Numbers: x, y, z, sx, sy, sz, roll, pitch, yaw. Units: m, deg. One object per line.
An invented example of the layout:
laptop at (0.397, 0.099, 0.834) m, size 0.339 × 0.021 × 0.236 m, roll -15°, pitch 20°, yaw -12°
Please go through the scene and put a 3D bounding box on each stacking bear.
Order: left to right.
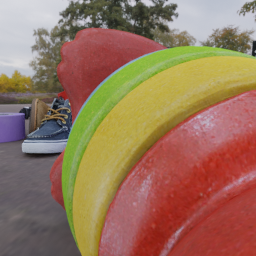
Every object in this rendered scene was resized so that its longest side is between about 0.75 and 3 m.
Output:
stacking bear at (0.351, 0.337, 1.284) m, size 1.523 × 1.626 × 2.678 m, roll 5°, pitch 13°, yaw -12°

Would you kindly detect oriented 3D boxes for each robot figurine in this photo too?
robot figurine at (-5.158, -0.784, 14.734) m, size 0.782 × 0.649 × 1.040 m, roll 15°, pitch 14°, yaw 41°

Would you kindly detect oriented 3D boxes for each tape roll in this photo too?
tape roll at (-3.646, -0.034, 7.601) m, size 1.621 × 0.689 × 1.621 m, roll 0°, pitch 5°, yaw 0°

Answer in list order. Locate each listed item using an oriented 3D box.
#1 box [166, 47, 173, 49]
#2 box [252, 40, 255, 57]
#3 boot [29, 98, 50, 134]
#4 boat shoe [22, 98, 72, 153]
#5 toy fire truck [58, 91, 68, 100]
box at (1.533, -2.137, 9.825) m, size 1.689 × 1.361 × 0.415 m, roll -4°, pitch -9°, yaw -31°
box at (4.344, -0.988, 7.514) m, size 1.916 × 2.580 × 1.603 m, roll 3°, pitch 7°, yaw 28°
boot at (-2.278, -0.237, 8.351) m, size 1.129 × 1.101 × 2.992 m, roll 10°, pitch 3°, yaw -8°
boat shoe at (-1.627, -0.125, 6.363) m, size 0.877 × 1.125 × 2.478 m, roll 1°, pitch 6°, yaw 8°
toy fire truck at (-1.724, -0.409, 9.133) m, size 0.532 × 1.540 × 2.183 m, roll -27°, pitch 54°, yaw -17°
